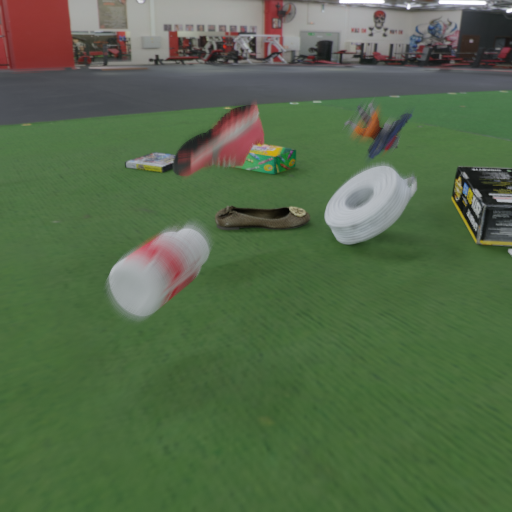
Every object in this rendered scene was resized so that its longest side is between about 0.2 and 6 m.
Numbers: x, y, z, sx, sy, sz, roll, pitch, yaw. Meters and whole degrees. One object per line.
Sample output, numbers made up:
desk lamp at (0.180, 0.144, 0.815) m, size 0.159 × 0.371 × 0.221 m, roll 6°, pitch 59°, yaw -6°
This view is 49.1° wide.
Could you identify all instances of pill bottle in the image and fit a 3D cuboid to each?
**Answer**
pill bottle at (-1.045, 0.130, 6.336) m, size 0.654 × 0.654 × 1.166 m, roll 12°, pitch 29°, yaw 25°

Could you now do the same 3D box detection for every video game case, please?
video game case at (-2.653, -2.559, 15.230) m, size 1.232 × 0.174 × 1.364 m, roll 11°, pitch 26°, yaw 25°

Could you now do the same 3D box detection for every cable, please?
cable at (1.960, -0.913, 10.008) m, size 1.557 × 0.539 × 1.557 m, roll -8°, pitch 42°, yaw 46°

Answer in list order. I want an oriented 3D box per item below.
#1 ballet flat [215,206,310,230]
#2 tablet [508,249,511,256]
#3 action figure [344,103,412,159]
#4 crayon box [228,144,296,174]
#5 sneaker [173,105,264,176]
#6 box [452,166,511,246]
ballet flat at (0.131, -0.786, 10.797) m, size 1.854 × 0.430 × 0.625 m, roll -2°, pitch 23°, yaw -5°
tablet at (5.068, 0.093, 9.187) m, size 1.529 × 0.104 × 0.995 m, roll 2°, pitch 23°, yaw 3°
action figure at (1.898, -1.962, 8.453) m, size 0.842 × 0.871 × 0.456 m, roll 38°, pitch 28°, yaw -23°
crayon box at (0.084, -2.627, 14.966) m, size 1.706 × 0.497 × 1.013 m, roll 16°, pitch 28°, yaw 32°
sneaker at (-0.513, -1.730, 9.203) m, size 1.881 × 0.816 × 0.693 m, roll -42°, pitch 31°, yaw -25°
box at (5.750, -0.962, 10.726) m, size 3.422 × 0.844 × 2.732 m, roll 3°, pitch 25°, yaw 7°
